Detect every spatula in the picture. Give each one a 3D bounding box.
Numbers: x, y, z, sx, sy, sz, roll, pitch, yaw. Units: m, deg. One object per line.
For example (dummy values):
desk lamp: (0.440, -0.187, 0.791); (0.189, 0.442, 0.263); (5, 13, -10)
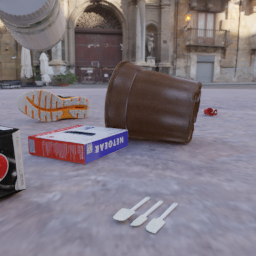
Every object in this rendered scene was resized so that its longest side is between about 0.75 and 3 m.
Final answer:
spatula: (0.236, 0.968, 3.273); (0.537, 0.062, 0.772); (5, 11, 30)

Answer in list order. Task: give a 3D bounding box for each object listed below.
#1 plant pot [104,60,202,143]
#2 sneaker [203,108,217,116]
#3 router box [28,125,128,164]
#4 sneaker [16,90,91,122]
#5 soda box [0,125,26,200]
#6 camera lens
plant pot: (0.722, -0.568, 7.061); (2.006, 2.027, 2.027); (11, 13, 17)
sneaker: (3.454, -0.679, 12.192); (0.536, 0.364, 0.928); (-2, -7, 45)
router box: (-1.021, 0.295, 6.117); (1.479, 0.403, 1.648); (5, 11, 28)
sneaker: (-2.888, -0.817, 10.817); (2.921, 1.143, 1.128); (5, 4, -41)
soda box: (-2.689, 0.368, 4.130); (2.648, 0.937, 0.838); (8, 15, 34)
camera lens: (-2.831, -3.428, 8.245); (1.757, 1.757, 2.197); (-1, -8, -4)
